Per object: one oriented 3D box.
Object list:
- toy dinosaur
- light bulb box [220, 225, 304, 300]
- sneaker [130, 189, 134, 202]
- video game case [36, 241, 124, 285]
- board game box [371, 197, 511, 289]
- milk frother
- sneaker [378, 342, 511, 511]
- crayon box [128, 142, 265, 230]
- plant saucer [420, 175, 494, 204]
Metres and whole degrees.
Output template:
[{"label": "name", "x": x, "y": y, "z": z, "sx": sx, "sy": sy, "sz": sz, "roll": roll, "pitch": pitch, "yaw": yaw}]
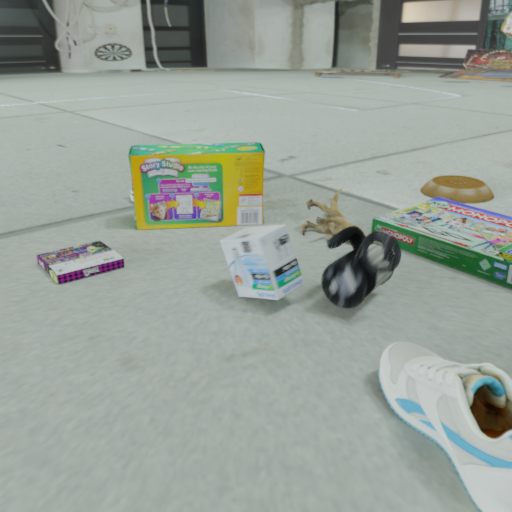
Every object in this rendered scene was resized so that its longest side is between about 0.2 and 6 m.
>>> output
[{"label": "toy dinosaur", "x": 1.465, "y": -0.647, "z": 10.583, "sx": 1.144, "sy": 0.659, "sz": 2.263, "roll": 10, "pitch": 27, "yaw": -17}, {"label": "light bulb box", "x": 0.079, "y": 0.088, "z": 7.852, "sx": 0.566, "sy": 0.907, "sz": 0.899, "roll": -28, "pitch": 17, "yaw": -36}, {"label": "sneaker", "x": -1.522, "y": -1.770, "z": 12.474, "sx": 2.591, "sy": 1.029, "sz": 1.016, "roll": -7, "pitch": 25, "yaw": -12}, {"label": "video game case", "x": -2.861, "y": 0.083, "z": 9.116, "sx": 1.106, "sy": 0.198, "sz": 1.002, "roll": -17, "pitch": 28, "yaw": -34}, {"label": "board game box", "x": 3.834, "y": -0.295, "z": 9.710, "sx": 2.052, "sy": 0.444, "sz": 3.050, "roll": -18, "pitch": 29, "yaw": -35}, {"label": "milk frother", "x": 1.583, "y": 0.087, "z": 7.568, "sx": 1.109, "sy": 1.001, "sz": 1.043, "roll": 0, "pitch": 16, "yaw": 35}, {"label": "sneaker", "x": 1.926, "y": 1.343, "z": 5.254, "sx": 0.864, "sy": 0.912, "sz": 2.259, "roll": -9, "pitch": 24, "yaw": -17}, {"label": "crayon box", "x": -1.115, "y": -1.360, "z": 10.820, "sx": 2.523, "sy": 1.498, "sz": 0.735, "roll": -2, "pitch": 26, "yaw": -7}, {"label": "plant saucer", "x": 4.641, "y": -1.582, "z": 12.925, "sx": 1.637, "sy": 0.290, "sz": 1.637, "roll": 0, "pitch": 23, "yaw": 0}]
